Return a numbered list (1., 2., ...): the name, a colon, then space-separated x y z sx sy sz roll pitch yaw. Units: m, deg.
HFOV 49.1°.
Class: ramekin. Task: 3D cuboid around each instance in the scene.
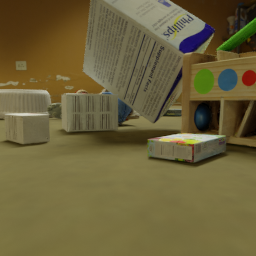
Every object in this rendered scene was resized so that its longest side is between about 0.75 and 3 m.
1. ramekin: -4.476 -1.032 12.034 2.524 1.175 2.524 1 5 0

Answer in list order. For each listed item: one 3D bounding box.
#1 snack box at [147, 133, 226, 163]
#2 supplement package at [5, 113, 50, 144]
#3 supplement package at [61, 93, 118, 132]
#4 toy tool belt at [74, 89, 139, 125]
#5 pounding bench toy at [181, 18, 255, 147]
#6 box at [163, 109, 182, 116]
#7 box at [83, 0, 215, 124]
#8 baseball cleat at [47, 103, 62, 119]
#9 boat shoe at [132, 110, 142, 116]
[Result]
1. snack box: 0.780 0.230 3.650 0.657 0.245 0.924 5 7 41
2. supplement package: -1.788 -0.011 4.955 0.490 0.484 0.809 -5 7 -43
3. supplement package: -0.967 -0.393 6.860 1.193 0.878 1.141 -2 6 -18
4. toy tool belt: -0.595 -0.644 8.111 1.778 1.110 1.093 20 1 -31
5. pounding bench toy: 1.960 -0.962 4.648 1.511 2.432 1.897 -4 7 -38
6. box: 2.294 -0.750 13.550 1.321 0.337 1.042 2 5 14
7. box: 0.303 -1.715 6.390 2.381 2.190 1.249 38 56 12
8. baseball cleat: -2.304 -0.608 11.296 1.812 0.632 0.964 10 -1 -3
9. boat shoe: 0.323 -0.735 13.495 0.954 0.319 0.351 -1 6 -12
